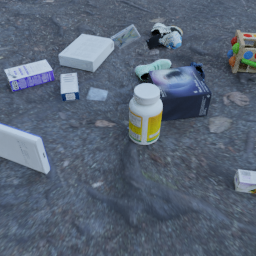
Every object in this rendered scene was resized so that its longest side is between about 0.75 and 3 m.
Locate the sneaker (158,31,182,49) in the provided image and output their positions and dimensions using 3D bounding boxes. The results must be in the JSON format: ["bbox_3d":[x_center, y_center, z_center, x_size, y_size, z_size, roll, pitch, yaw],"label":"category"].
[{"bbox_3d":[1.418,-2.921,9.490,0.551,0.556,1.534,-24,16,1],"label":"sneaker"}]

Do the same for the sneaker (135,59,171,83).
[{"bbox_3d":[1.325,-2.722,13.554,1.819,0.669,1.073,-15,39,-2],"label":"sneaker"}]

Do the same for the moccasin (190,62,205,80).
[{"bbox_3d":[3.518,-2.915,13.895,0.592,0.502,1.472,-10,44,-10],"label":"moccasin"}]

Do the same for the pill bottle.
[{"bbox_3d":[0.626,-0.497,10.132,1.189,2.108,1.189,0,43,0],"label":"pill bottle"}]

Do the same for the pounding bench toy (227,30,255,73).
[{"bbox_3d":[6.065,-3.437,13.639,2.030,1.616,2.602,5,43,6],"label":"pounding bench toy"}]

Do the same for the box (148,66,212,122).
[{"bbox_3d":[2.060,-1.474,11.786,2.107,1.309,2.124,-9,44,-7],"label":"box"}]

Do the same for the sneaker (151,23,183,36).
[{"bbox_3d":[2.293,-5.668,16.815,1.956,0.740,0.858,22,61,29],"label":"sneaker"}]

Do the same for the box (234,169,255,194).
[{"bbox_3d":[4.785,1.834,8.805,2.708,0.524,0.561,6,44,7],"label":"box"}]

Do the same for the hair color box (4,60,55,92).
[{"bbox_3d":[-4.693,-2.526,13.381,2.031,0.658,1.110,-19,47,-22],"label":"hair color box"}]

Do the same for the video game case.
[{"bbox_3d":[-0.066,-3.204,9.895,0.883,0.969,0.107,-27,79,13],"label":"video game case"}]

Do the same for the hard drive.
[{"bbox_3d":[-3.818,0.578,9.354,2.436,1.607,0.309,17,46,17],"label":"hard drive"}]

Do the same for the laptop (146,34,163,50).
[{"bbox_3d":[1.861,-4.885,16.322,1.303,0.673,1.155,14,39,-23],"label":"laptop"}]

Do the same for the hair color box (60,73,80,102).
[{"bbox_3d":[-2.660,-1.885,12.809,0.792,0.479,1.583,-7,44,-8],"label":"hair color box"}]

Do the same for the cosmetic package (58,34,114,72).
[{"bbox_3d":[-2.161,-4.088,15.016,1.983,0.680,2.630,16,46,14],"label":"cosmetic package"}]
